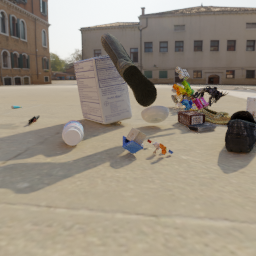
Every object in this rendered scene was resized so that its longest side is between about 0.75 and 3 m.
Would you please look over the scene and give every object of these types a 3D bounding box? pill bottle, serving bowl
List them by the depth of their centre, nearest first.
[{"bbox_3d":[-1.665,0.158,8.471,0.624,0.624,1.148,-2,12,-9],"label":"pill bottle"},{"bbox_3d":[1.080,-0.459,11.030,1.123,0.369,1.123,-4,-26,-2],"label":"serving bowl"}]

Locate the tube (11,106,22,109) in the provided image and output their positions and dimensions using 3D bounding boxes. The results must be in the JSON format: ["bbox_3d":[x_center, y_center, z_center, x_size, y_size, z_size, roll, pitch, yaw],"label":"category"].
[{"bbox_3d":[-6.668,-1.257,16.798,0.302,0.197,0.781,16,11,13],"label":"tube"}]

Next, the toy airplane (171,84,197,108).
[{"bbox_3d":[3.260,-1.848,16.973,1.735,1.230,1.743,24,-8,23],"label":"toy airplane"}]

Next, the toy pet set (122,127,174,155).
[{"bbox_3d":[0.421,0.518,7.466,1.051,0.598,1.126,34,-5,-32],"label":"toy pet set"}]

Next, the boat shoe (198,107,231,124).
[{"bbox_3d":[3.808,-0.561,12.157,0.688,0.593,1.886,-6,13,-29],"label":"boat shoe"}]

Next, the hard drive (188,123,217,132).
[{"bbox_3d":[2.795,-0.030,10.512,0.943,0.199,0.636,-6,13,-29],"label":"hard drive"}]

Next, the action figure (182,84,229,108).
[{"bbox_3d":[4.376,-1.810,16.120,2.529,1.290,1.503,7,24,2],"label":"action figure"}]

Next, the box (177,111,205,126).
[{"bbox_3d":[2.581,-0.403,11.553,0.680,0.509,1.359,-4,12,-9],"label":"box"}]

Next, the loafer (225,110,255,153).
[{"bbox_3d":[3.533,-0.040,8.467,0.976,1.009,2.873,6,13,28],"label":"loafer"}]

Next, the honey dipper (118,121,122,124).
[{"bbox_3d":[-0.397,-0.284,11.874,0.165,0.165,0.871,-2,11,-10],"label":"honey dipper"}]

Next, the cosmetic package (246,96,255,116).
[{"bbox_3d":[6.923,-1.146,14.248,1.869,0.950,0.692,-4,12,-24],"label":"cosmetic package"}]

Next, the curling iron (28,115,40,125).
[{"bbox_3d":[-4.013,-0.384,12.154,0.401,0.207,1.618,-37,10,0],"label":"curling iron"}]

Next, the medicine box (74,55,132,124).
[{"bbox_3d":[-1.122,-1.669,11.970,1.361,2.644,2.408,-14,14,-27],"label":"medicine box"}]

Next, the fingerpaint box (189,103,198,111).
[{"bbox_3d":[3.892,-1.266,15.955,0.853,0.313,0.711,-11,8,17],"label":"fingerpaint box"}]

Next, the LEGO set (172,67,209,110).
[{"bbox_3d":[2.659,-1.518,12.100,0.895,2.182,0.832,-1,-33,-39],"label":"LEGO set"}]

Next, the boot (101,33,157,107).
[{"bbox_3d":[-0.024,-2.007,9.654,0.841,2.107,2.317,-36,44,-1],"label":"boot"}]
